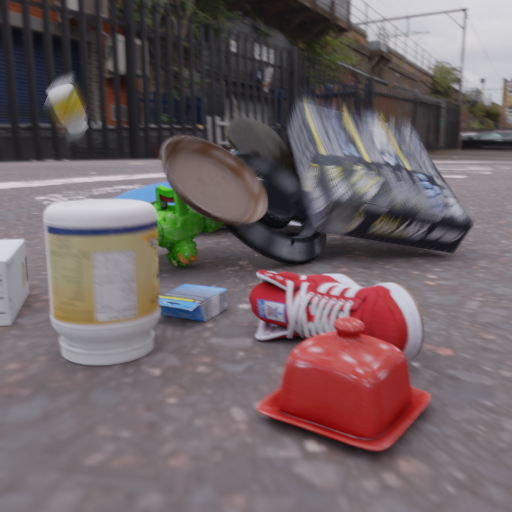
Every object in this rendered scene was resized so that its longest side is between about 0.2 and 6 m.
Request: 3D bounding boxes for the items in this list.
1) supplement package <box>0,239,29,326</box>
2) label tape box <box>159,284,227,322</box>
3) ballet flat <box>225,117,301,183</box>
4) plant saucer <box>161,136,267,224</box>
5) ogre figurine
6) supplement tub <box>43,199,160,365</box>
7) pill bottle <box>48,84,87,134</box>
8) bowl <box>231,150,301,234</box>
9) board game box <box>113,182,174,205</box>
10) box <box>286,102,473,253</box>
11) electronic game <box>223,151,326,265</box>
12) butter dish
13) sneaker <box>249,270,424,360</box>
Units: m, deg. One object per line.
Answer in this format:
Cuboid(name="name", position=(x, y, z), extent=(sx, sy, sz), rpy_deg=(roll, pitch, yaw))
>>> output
Cuboid(name="supplement package", position=(-3.410, 0.303, 6.727), extent=(1.073, 0.764, 1.378), rpy_deg=(-3, 13, -13))
Cuboid(name="label tape box", position=(-0.798, 0.584, 6.609), extent=(0.610, 0.281, 0.851), rpy_deg=(5, 15, 24))
Cuboid(name="ballet flat", position=(0.507, -1.789, 11.135), extent=(2.765, 0.932, 0.641), rpy_deg=(27, -20, -23))
Cuboid(name="plant saucer", position=(-0.644, -1.072, 8.264), extent=(1.764, 0.283, 1.764), rpy_deg=(25, 37, -21))
Cuboid(name="ogre figurine", position=(-1.586, -0.464, 9.169), extent=(2.631, 1.291, 1.578), rpy_deg=(5, -6, -39))
Cuboid(name="supplement tub", position=(-1.475, 0.219, 5.453), extent=(1.054, 1.460, 1.054), rpy_deg=(0, 12, 0))
Cuboid(name="pill bottle", position=(-3.044, -2.378, 9.109), extent=(0.408, 0.724, 0.408), rpy_deg=(-12, 34, 8))
Cuboid(name="bowl", position=(0.227, -1.278, 12.039), extent=(1.955, 1.952, 0.730), rpy_deg=(5, -34, -29))
Cuboid(name="board game box", position=(-1.726, -1.152, 13.176), extent=(3.308, 0.644, 2.613), rpy_deg=(12, 27, 39))
Cuboid(name="box", position=(2.125, -1.534, 10.348), extent=(2.651, 0.808, 3.289), rpy_deg=(9, 40, -18))
Cuboid(name="electronic game", position=(0.192, -0.873, 9.625), extent=(2.467, 0.513, 2.467), rpy_deg=(25, 38, -22))
Cuboid(name="butter dish", position=(0.679, 0.844, 4.204), extent=(1.057, 0.781, 1.054), rpy_deg=(9, 16, 35))
Cuboid(name="sneaker", position=(0.645, 0.570, 5.520), extent=(1.191, 0.755, 2.118), rpy_deg=(0, 4, -17))
